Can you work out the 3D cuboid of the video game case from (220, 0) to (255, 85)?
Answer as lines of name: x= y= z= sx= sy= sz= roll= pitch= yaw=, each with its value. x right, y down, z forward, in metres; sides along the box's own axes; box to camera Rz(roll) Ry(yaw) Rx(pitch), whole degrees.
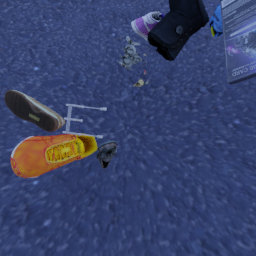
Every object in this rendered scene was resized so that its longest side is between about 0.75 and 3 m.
video game case: x=2.588 y=-2.056 z=5.694 sx=0.192 sy=1.447 sz=2.026 roll=5 pitch=77 yaw=-34

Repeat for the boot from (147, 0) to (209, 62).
boot: x=1.163 y=-3.066 z=7.543 sx=1.743 sy=2.075 sz=0.792 roll=-47 pitch=34 yaw=-10

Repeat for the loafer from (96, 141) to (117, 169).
loafer: x=-0.453 y=0.615 z=6.289 sx=0.438 sy=1.220 sz=0.384 roll=-12 pitch=74 yaw=-16

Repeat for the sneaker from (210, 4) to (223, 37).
sneaker: x=2.560 y=-2.981 z=7.830 sx=0.685 sy=0.815 sz=2.078 roll=44 pitch=21 yaw=-5

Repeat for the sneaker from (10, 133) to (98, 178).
sneaker: x=-1.373 y=0.409 z=5.526 sx=0.821 sy=0.777 sz=2.129 roll=-15 pitch=3 yaw=27

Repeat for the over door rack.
over door rack: x=-0.855 y=-0.137 z=5.620 sx=0.843 sy=0.281 sz=0.623 roll=7 pitch=91 yaw=7

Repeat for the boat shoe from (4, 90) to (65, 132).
boat shoe: x=-1.978 y=-0.371 z=5.995 sx=1.403 sy=0.503 sz=0.534 roll=34 pitch=21 yaw=10

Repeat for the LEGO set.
LEGO set: x=0.123 y=-1.562 z=6.764 sx=1.243 sy=0.807 sz=0.352 roll=58 pitch=39 yaw=-5

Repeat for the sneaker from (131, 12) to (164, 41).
sneaker: x=0.871 y=-3.259 z=9.029 sx=0.914 sy=1.604 sz=0.581 roll=-22 pitch=87 yaw=27
